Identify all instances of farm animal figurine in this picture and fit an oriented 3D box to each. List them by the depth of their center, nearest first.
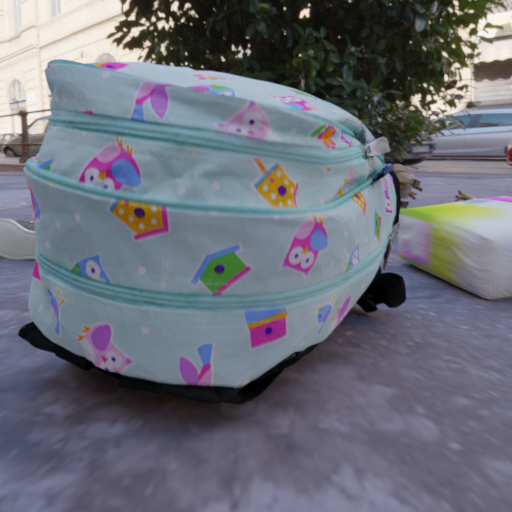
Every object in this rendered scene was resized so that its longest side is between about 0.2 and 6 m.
[{"bbox_3d":[2.614,-1.194,11.434,0.877,1.663,1.681,33,1,22],"label":"farm animal figurine"}]

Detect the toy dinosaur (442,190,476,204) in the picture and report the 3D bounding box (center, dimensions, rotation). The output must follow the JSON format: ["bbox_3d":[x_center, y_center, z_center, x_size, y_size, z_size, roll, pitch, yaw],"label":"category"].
[{"bbox_3d":[5.057,-0.787,12.427,1.560,0.898,3.085,28,34,36],"label":"toy dinosaur"}]

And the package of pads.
[{"bbox_3d":[3.363,-0.232,7.971,2.025,0.894,2.621,-8,14,-11],"label":"package of pads"}]

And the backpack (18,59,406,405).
[{"bbox_3d":[-0.349,-0.396,5.151,3.295,2.499,3.948,6,14,19],"label":"backpack"}]

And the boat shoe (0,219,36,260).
[{"bbox_3d":[-3.765,-0.269,9.479,1.862,0.665,0.556,10,13,17],"label":"boat shoe"}]
